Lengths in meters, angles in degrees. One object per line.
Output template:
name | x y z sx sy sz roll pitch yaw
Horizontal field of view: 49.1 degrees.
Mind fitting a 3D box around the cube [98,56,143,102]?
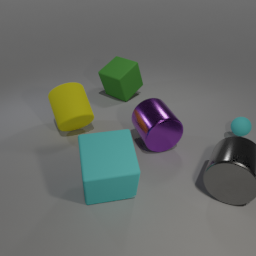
cube | -0.326 -2.380 13.513 1.400 1.400 1.400 25 61 34

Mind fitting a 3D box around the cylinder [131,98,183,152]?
cylinder | 1.000 -0.119 9.799 1.400 1.400 1.400 -10 39 -17

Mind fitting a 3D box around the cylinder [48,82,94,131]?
cylinder | -2.159 -0.785 10.652 1.400 1.400 1.400 -15 74 -24

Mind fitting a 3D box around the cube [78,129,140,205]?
cube | -0.545 1.051 7.554 1.400 1.400 1.400 -7 52 -10

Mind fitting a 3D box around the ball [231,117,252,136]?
ball | 4.065 -0.054 10.072 0.700 0.700 0.700 0 30 0

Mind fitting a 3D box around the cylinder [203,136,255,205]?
cylinder | 2.950 1.150 7.788 1.400 1.400 1.400 14 33 23
